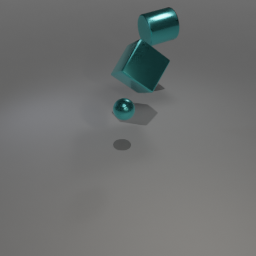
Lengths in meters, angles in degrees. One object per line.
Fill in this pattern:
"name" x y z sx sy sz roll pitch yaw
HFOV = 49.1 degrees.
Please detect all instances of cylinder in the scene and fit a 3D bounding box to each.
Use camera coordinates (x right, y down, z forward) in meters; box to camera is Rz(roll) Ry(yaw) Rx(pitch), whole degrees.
"cylinder" 1.335 -4.476 12.438 1.400 1.400 1.400 -20 35 -14

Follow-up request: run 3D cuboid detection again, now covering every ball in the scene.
"ball" -0.125 -0.587 8.782 0.700 0.700 0.700 0 30 0

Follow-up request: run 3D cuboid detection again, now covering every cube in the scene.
"cube" 0.436 -2.264 10.552 1.400 1.400 1.400 31 -5 -20
